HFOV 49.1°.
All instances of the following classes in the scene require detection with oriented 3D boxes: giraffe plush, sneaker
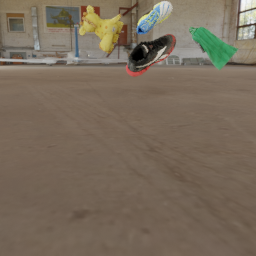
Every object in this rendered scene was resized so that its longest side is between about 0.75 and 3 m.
[{"bbox_3d":[-1.017,-3.544,9.928,1.276,1.357,1.573,25,-5,3],"label":"giraffe plush"},{"bbox_3d":[0.883,-2.874,10.509,2.285,0.808,1.116,-36,-17,-4],"label":"sneaker"},{"bbox_3d":[0.956,-4.069,10.674,1.711,0.648,0.899,-22,36,52],"label":"sneaker"}]

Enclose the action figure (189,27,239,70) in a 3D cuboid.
[{"bbox_3d":[3.118,-3.228,10.753,1.960,1.158,0.536,42,-10,3],"label":"action figure"}]
